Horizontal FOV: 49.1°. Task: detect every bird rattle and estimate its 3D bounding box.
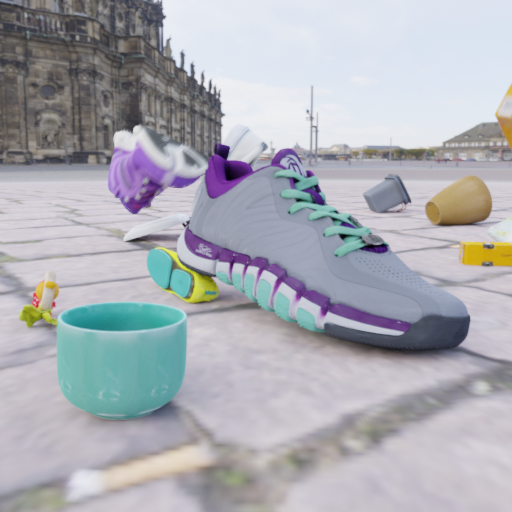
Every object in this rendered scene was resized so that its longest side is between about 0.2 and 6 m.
[{"bbox_3d":[-2.105,0.429,5.675,0.397,0.574,0.704,16,15,-15],"label":"bird rattle"}]

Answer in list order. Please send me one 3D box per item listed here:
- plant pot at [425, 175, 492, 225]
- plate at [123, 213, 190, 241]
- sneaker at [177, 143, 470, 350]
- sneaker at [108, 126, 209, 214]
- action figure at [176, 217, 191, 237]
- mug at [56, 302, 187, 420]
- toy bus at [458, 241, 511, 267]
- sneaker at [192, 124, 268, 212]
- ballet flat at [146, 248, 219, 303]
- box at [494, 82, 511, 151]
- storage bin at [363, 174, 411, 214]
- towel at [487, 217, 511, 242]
[{"bbox_3d":[5.064,-1.274,14.322,1.345,1.253,1.253,-19,15,-17],"label":"plant pot"},{"bbox_3d":[-2.104,-0.651,11.914,1.309,0.212,1.306,-17,9,2],"label":"plate"},{"bbox_3d":[0.476,-0.257,5.583,3.542,1.550,1.318,20,13,41],"label":"sneaker"},{"bbox_3d":[-1.819,-1.359,9.772,1.354,1.400,3.357,20,-1,-26],"label":"sneaker"},{"bbox_3d":[-1.041,-0.642,11.647,1.247,0.636,0.741,-41,50,-8],"label":"action figure"},{"bbox_3d":[-0.834,0.683,3.764,0.826,0.622,1.006,7,8,29],"label":"mug"},{"bbox_3d":[3.831,-0.030,8.843,1.122,0.365,0.439,0,9,6],"label":"toy bus"},{"bbox_3d":[-0.440,-1.133,8.822,0.662,1.869,0.683,37,36,8],"label":"sneaker"},{"bbox_3d":[-0.908,0.259,6.964,0.492,0.490,1.467,8,10,-33],"label":"ballet flat"},{"bbox_3d":[4.121,-2.108,8.568,0.287,0.823,1.383,25,-5,45],"label":"box"},{"bbox_3d":[4.179,-1.863,18.059,1.093,1.184,1.627,-27,8,5],"label":"storage bin"},{"bbox_3d":[4.931,-0.480,9.845,1.287,0.310,1.102,-26,22,1],"label":"towel"}]
